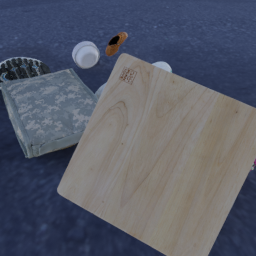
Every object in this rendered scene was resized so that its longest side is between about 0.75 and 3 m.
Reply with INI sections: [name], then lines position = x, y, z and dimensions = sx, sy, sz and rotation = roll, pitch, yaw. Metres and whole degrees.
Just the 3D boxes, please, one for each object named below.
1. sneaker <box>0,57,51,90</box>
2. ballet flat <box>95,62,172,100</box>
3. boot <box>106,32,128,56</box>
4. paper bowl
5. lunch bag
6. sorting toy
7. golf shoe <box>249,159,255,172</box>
[sneaker]
position = -4.055, -1.814, 9.437
dimensions = 2.851, 1.118, 1.282
rotation = -8, 22, -6
[ballet flat]
position = 0.098, -1.139, 8.297
dimensions = 2.582, 0.896, 0.896
rotation = -23, 35, 15
[boot]
position = -0.586, -3.384, 11.465
dimensions = 1.325, 0.508, 1.029
rotation = -34, 10, 27
[paper bowl]
position = -1.625, -2.834, 11.065
dimensions = 1.054, 1.054, 0.548
rotation = -15, 48, -19
[lunch bag]
position = -1.889, -0.295, 7.283
dimensions = 2.080, 1.491, 2.536
rotation = -18, 42, -24
[sorting toy]
position = 0.623, 0.540, 5.371
dimensions = 2.877, 2.894, 1.007
rotation = 26, 2, 12
[golf shoe]
position = 1.673, 0.450, 6.682
dimensions = 2.920, 1.100, 1.337
rotation = 3, 31, -17
